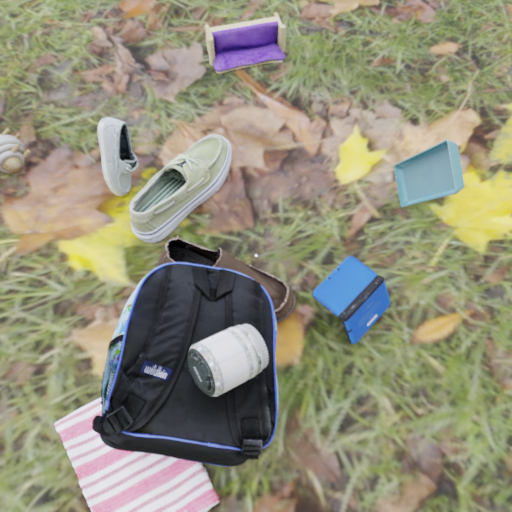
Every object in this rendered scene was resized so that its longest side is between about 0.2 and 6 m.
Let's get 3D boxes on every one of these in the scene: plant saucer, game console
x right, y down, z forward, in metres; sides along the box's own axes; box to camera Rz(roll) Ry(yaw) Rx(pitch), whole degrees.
[{"bbox_3d":[3.118,-1.449,10.271,0.245,2.579,0.901,-10,91,-6],"label":"plant saucer"},{"bbox_3d":[1.719,0.782,10.030,1.190,1.016,0.704,-41,37,-25],"label":"game console"}]

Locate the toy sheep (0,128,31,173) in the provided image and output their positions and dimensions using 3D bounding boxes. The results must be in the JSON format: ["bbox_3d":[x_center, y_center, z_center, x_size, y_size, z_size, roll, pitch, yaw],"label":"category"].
[{"bbox_3d":[-5.298,-2.222,11.893,0.815,0.815,1.183,-29,61,-15],"label":"toy sheep"}]

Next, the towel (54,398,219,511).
[{"bbox_3d":[-1.946,3.269,8.950,1.836,0.375,2.509,-27,63,-16],"label":"towel"}]

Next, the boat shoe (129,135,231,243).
[{"bbox_3d":[-1.451,-1.525,11.394,1.064,0.917,2.955,28,64,15],"label":"boat shoe"}]

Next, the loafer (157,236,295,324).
[{"bbox_3d":[-0.620,0.447,10.220,2.761,0.980,1.008,18,62,10],"label":"loafer"}]

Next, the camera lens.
[{"bbox_3d":[-0.389,1.373,7.406,0.912,0.729,0.729,-22,61,-30],"label":"camera lens"}]

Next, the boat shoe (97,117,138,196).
[{"bbox_3d":[-2.694,-1.915,11.172,0.601,1.688,0.589,13,39,21],"label":"boat shoe"}]

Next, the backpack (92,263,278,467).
[{"bbox_3d":[-1.049,1.664,8.711,2.570,2.064,2.808,14,59,-15],"label":"backpack"}]

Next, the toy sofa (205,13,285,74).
[{"bbox_3d":[-0.241,-5.154,13.570,1.908,0.790,0.931,-12,60,-7],"label":"toy sofa"}]
